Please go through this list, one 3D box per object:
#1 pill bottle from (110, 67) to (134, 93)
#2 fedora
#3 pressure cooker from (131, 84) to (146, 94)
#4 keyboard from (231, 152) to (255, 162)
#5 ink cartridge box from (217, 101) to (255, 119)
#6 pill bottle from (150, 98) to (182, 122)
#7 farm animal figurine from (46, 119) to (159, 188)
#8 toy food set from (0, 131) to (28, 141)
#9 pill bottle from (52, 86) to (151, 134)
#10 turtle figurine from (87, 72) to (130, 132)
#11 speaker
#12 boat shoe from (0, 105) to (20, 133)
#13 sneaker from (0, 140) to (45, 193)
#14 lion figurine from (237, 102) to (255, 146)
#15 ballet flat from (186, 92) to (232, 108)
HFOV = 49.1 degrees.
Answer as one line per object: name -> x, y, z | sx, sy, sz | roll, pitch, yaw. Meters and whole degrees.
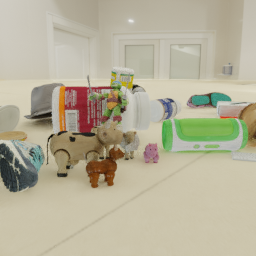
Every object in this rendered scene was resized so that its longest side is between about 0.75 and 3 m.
pill bottle -> -0.332, -1.817, 12.997 | 1.052, 1.866, 1.052 | 7, 19, -2
fedora -> -3.167, -1.156, 11.571 | 2.410, 1.230, 2.725 | -14, 1, -13
pressure cooker -> 0.229, -1.566, 14.608 | 1.383, 1.404, 1.572 | -42, 34, -26
keyboard -> 3.528, 0.770, 7.059 | 1.719, 0.092, 0.484 | 3, 13, 16
ink cartridge box -> 5.544, -0.720, 12.497 | 2.930, 0.638, 2.543 | 3, 12, 14
pill bottle -> 1.603, -0.826, 12.225 | 0.937, 0.937, 1.689 | 11, 17, 41
farm animal figurine -> -0.461, 0.316, 6.523 | 1.925, 1.199, 2.384 | 8, 15, 32
toy food set -> -3.672, 0.311, 8.739 | 1.021, 0.248, 1.011 | 1, 13, 6
pill bottle -> -0.857, -0.518, 9.118 | 2.989, 1.689, 1.689 | -1, 13, -9
turtle figurine -> -0.556, -0.630, 7.581 | 1.137, 1.532, 1.580 | 4, -4, -2
speaker -> 2.073, 0.183, 7.751 | 2.186, 0.967, 0.967 | 0, 13, -1
boat shoe -> -4.583, -0.151, 9.189 | 0.861, 1.055, 2.856 | 7, 22, 9
sneaker -> -2.204, 0.621, 5.943 | 0.993, 0.893, 2.301 | -6, 14, -34
lion figurine -> 3.974, -0.130, 8.680 | 1.750, 1.035, 2.857 | -45, -6, 36
ballet flat -> 4.507, -1.523, 15.829 | 2.593, 0.896, 0.923 | -4, -4, -13
